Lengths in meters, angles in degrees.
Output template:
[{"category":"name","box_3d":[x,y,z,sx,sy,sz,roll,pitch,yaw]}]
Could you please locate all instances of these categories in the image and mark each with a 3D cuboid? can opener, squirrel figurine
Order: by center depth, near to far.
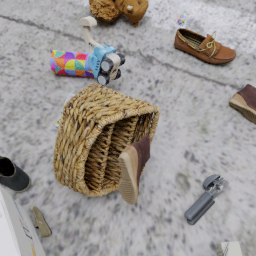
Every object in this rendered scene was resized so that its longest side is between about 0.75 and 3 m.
[{"category":"can opener","box_3d":[2.353,2.158,8.699,1.858,0.496,0.621,-38,33,-21]},{"category":"squirrel figurine","box_3d":[-0.444,-5.800,13.067,2.782,1.969,2.596,-30,72,-2]}]

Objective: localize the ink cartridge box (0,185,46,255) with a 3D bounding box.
[{"category":"ink cartridge box","box_3d":[-3.376,2.968,6.815,1.922,2.611,1.889,-26,62,-16]}]

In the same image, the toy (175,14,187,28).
[{"category":"toy","box_3d":[2.527,-5.119,13.337,0.493,0.202,0.857,10,58,7]}]

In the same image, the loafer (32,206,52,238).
[{"category":"loafer","box_3d":[-2.613,2.776,8.264,0.344,0.388,1.019,-30,62,-23]}]

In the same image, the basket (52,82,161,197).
[{"category":"basket","box_3d":[-0.625,0.598,7.743,2.194,2.945,2.102,23,34,11]}]

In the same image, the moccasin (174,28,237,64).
[{"category":"moccasin","box_3d":[3.257,-3.523,11.808,2.695,1.040,0.986,32,67,18]}]

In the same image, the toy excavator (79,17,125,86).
[{"category":"toy excavator","box_3d":[-1.074,-2.720,9.970,1.899,1.846,0.948,36,44,15]}]

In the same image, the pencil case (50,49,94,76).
[{"category":"pencil case","box_3d":[-1.989,-2.641,11.330,2.362,1.044,1.044,7,58,2]}]

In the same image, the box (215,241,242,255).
[{"category":"box","box_3d":[2.796,3.891,7.420,0.536,0.644,1.566,-3,57,-1]}]

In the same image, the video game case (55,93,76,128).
[{"category":"video game case","box_3d":[-1.650,-0.519,10.454,1.695,0.194,1.542,12,59,6]}]

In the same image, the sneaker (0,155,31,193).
[{"category":"sneaker","box_3d":[-4.208,1.104,8.788,2.383,1.266,0.891,21,60,12]}]

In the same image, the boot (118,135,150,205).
[{"category":"boot","box_3d":[0.284,1.081,7.322,0.556,1.536,1.278,8,25,33]}]

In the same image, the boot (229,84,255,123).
[{"category":"boot","box_3d":[4.738,-0.956,10.502,1.284,0.558,1.543,-38,62,-19]}]
